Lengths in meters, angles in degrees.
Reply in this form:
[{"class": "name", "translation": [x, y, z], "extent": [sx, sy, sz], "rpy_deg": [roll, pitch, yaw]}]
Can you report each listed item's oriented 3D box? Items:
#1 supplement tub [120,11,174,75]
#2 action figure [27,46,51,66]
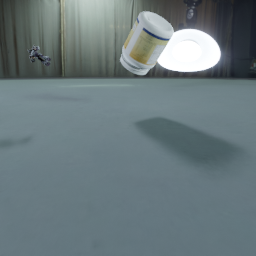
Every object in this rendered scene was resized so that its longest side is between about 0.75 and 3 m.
[{"class": "supplement tub", "translation": [0.703, -3.385, 11.367], "extent": [1.544, 2.138, 1.544], "rpy_deg": [19, 42, -17]}, {"class": "action figure", "translation": [-3.114, -2.504, 9.716], "extent": [0.916, 0.596, 0.318], "rpy_deg": [30, 31, 8]}]
